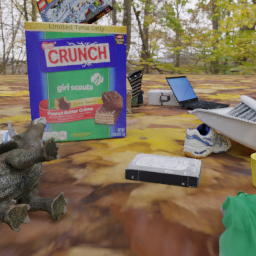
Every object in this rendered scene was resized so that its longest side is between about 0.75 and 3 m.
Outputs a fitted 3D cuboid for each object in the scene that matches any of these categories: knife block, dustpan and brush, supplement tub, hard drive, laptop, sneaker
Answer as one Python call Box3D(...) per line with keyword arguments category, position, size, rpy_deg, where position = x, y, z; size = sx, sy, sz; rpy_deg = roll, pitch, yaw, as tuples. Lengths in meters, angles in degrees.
Box3D(category="knife block", position=(-0.822, -1.508, 9.929), size=(2.915, 0.933, 2.559), rpy_deg=(-3, 34, -13))
Box3D(category="dustpan and brush", position=(2.826, 0.060, 4.935), size=(2.068, 0.848, 2.963), rpy_deg=(-8, 38, -45))
Box3D(category="supplement tub", position=(-2.270, 0.327, 4.591), size=(0.846, 0.558, 0.558), rpy_deg=(-3, 13, -12))
Box3D(category="hard drive", position=(0.550, 0.608, 4.183), size=(1.038, 0.196, 0.725), rpy_deg=(5, 14, 18))
Box3D(category="laptop", position=(2.677, -1.357, 10.639), size=(2.014, 1.040, 1.785), rpy_deg=(13, 19, 35))
Box3D(category="sneaker", position=(1.550, 0.176, 5.249), size=(1.277, 0.563, 0.481), rpy_deg=(-10, 15, -42))

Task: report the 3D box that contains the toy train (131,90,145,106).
Box3D(category="toy train", position=(-0.230, -1.228, 10.955), size=(1.847, 0.787, 1.053), rpy_deg=(0, 33, -9))

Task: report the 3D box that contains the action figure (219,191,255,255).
Box3D(category="action figure", position=(1.160, 0.889, 2.317), size=(1.043, 0.483, 1.767), rpy_deg=(1, 6, 10))

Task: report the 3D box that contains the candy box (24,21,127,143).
Box3D(category="candy box", position=(-1.077, -0.986, 6.116), size=(2.044, 2.417, 0.931), rpy_deg=(-4, 13, -15))

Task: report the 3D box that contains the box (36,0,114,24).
Box3D(category="box", position=(-1.396, -3.113, 7.145), size=(1.865, 1.277, 0.372), rpy_deg=(-25, -11, 22))

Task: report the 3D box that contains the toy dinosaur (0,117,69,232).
Box3D(category="toy dinosaur", position=(-1.532, 0.648, 2.893), size=(1.356, 1.020, 2.651), rpy_deg=(-8, 14, 31))

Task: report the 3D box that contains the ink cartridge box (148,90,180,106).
Box3D(category="ink cartridge box", position=(1.538, -1.250, 11.478), size=(1.321, 0.551, 0.959), rpy_deg=(3, 13, 15))

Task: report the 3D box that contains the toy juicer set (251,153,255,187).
Box3D(category="toy juicer set", position=(2.738, 0.619, 3.181), size=(2.266, 0.617, 1.442), rpy_deg=(1, 13, 3))
